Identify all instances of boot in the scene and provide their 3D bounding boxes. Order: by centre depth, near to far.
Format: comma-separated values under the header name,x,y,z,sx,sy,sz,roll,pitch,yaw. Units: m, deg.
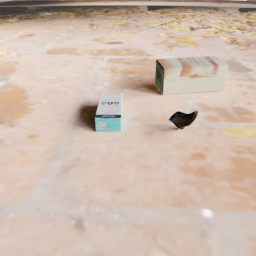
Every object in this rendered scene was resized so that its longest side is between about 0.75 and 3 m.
name,x,y,z,sx,sy,sz,roll,pitch,yaw
boot,1.546,-0.286,7.888,0.482,0.994,0.371,28,58,-8

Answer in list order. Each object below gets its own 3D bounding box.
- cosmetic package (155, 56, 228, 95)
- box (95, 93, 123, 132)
name,x,y,z,sx,sy,sz,roll,pitch,yaw
cosmetic package,2.396,-2.074,10.880,2.480,1.082,1.282,-6,31,-10
box,-0.561,-0.549,8.869,0.776,0.464,1.886,0,30,0
